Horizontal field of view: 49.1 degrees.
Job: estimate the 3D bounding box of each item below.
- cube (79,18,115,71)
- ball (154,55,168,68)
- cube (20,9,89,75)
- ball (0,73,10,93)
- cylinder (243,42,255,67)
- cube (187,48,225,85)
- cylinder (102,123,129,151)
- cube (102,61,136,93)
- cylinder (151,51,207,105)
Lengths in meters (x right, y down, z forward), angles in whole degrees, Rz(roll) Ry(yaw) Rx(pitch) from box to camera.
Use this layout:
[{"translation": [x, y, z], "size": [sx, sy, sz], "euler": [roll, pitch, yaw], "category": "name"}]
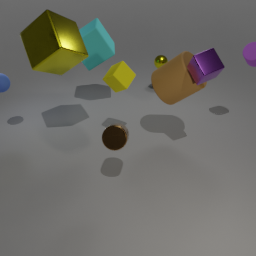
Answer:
[{"translation": [-1.529, -3.662, 12.254], "size": [1.400, 1.400, 1.400], "euler": [-28, 34, 16], "category": "cube"}, {"translation": [1.653, -3.295, 14.020], "size": [0.700, 0.700, 0.700], "euler": [0, 32, 0], "category": "ball"}, {"translation": [-2.439, -2.769, 9.344], "size": [1.400, 1.400, 1.400], "euler": [-26, -10, 28], "category": "cube"}, {"translation": [-4.700, -1.653, 10.283], "size": [0.700, 0.700, 0.700], "euler": [0, 32, 0], "category": "ball"}, {"translation": [4.627, -2.683, 10.240], "size": [0.700, 0.700, 0.700], "euler": [25, 5, 35], "category": "cylinder"}, {"translation": [2.300, -1.822, 8.352], "size": [0.700, 0.700, 0.700], "euler": [-23, 78, -10], "category": "cube"}, {"translation": [-0.341, 0.237, 7.921], "size": [0.700, 0.700, 0.700], "euler": [3, 7, 4], "category": "cylinder"}, {"translation": [-0.302, -1.746, 9.615], "size": [0.700, 0.700, 0.700], "euler": [-8, 45, 53], "category": "cube"}, {"translation": [1.767, -1.713, 9.759], "size": [1.400, 1.400, 1.400], "euler": [-28, 12, 39], "category": "cylinder"}]
